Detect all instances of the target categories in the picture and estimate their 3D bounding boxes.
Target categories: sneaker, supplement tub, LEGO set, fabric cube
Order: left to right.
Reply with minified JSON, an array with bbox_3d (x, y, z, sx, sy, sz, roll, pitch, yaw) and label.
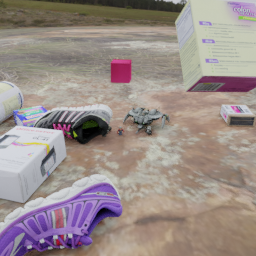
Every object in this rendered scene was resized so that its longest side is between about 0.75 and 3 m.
[{"bbox_3d":[-5.327,-0.940,11.232,1.437,1.437,1.983,6,27,12],"label":"supplement tub"},{"bbox_3d":[-1.370,1.969,5.547,2.912,1.174,1.215,-25,60,-25],"label":"sneaker"},{"bbox_3d":[-1.918,-0.033,9.713,2.860,1.055,1.251,-9,38,-1],"label":"sneaker"},{"bbox_3d":[-0.401,-3.424,16.793,1.155,1.173,1.177,2,25,6],"label":"fabric cube"},{"bbox_3d":[0.278,-0.410,10.803,2.969,0.841,1.928,-17,30,-32],"label":"LEGO set"}]

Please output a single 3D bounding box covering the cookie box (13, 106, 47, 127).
[{"bbox_3d":[-3.728,-0.360,11.055,1.195,0.525,1.397,-15,30,-32],"label":"cookie box"}]

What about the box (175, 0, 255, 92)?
[{"bbox_3d":[2.784,-2.427,8.463,2.187,2.487,1.202,-2,-14,-14],"label":"box"}]

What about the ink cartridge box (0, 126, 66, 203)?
[{"bbox_3d":[-3.051,0.886,7.899,1.712,0.993,2.320,6,28,13],"label":"ink cartridge box"}]

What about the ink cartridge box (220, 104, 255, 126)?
[{"bbox_3d":[4.477,-0.546,11.510,1.062,0.484,1.289,2,26,1],"label":"ink cartridge box"}]
